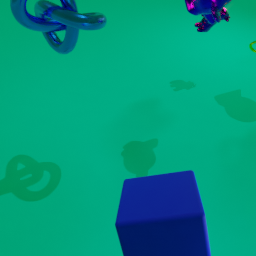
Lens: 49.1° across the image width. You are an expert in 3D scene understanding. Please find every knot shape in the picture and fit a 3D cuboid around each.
[{"bbox_3d":[-1.196,-2.089,5.326,1.598,1.707,0.789,8,74,7],"label":"knot shape"}]

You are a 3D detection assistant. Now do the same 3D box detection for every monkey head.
[{"bbox_3d":[1.827,-2.733,5.815,0.997,1.190,1.654,4,70,47],"label":"monkey head"}]

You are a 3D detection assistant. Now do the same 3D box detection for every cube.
[{"bbox_3d":[0.455,1.218,3.488,0.958,0.958,0.958,-10,19,9],"label":"cube"}]

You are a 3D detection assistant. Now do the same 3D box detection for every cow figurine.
[{"bbox_3d":[2.668,-3.375,8.779,0.907,0.922,0.506,-5,64,-25],"label":"cow figurine"}]

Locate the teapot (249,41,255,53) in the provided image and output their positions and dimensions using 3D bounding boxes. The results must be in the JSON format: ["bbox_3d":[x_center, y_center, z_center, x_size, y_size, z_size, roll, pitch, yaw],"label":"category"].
[{"bbox_3d":[4.379,-2.488,7.870,1.803,0.883,1.121,-10,32,29],"label":"teapot"}]
